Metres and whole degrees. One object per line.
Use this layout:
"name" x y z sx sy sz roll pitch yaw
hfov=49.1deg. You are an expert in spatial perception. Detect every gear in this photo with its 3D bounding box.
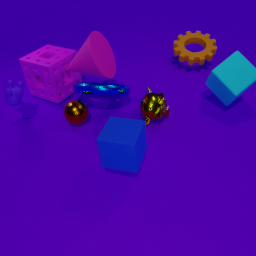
"gear" 2.615 -3.153 10.986 1.631 0.302 1.631 -3 57 4

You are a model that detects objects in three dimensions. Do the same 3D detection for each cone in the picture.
"cone" -1.324 -1.976 8.453 1.422 1.416 1.416 -14 36 24

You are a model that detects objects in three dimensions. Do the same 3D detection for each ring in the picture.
"ring" -0.840 -1.253 9.074 1.845 0.369 1.845 3 6 0

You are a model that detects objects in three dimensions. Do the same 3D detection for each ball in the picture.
"ball" -1.586 -0.483 8.567 0.775 0.775 0.775 0 42 0

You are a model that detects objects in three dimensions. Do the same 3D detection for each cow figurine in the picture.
"cow figurine" -3.373 -0.914 8.316 0.563 1.009 1.025 6 39 -19

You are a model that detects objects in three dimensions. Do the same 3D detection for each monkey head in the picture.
"monkey head" 0.833 -0.621 8.677 0.820 0.979 1.361 1 73 28

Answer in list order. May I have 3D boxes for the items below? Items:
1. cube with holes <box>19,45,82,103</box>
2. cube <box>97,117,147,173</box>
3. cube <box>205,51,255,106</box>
"cube with holes" -2.578 -1.882 9.600 1.337 1.337 1.337 18 44 26
"cube" -0.112 0.388 6.744 0.912 0.912 0.912 7 40 17
"cube" 3.266 -1.529 8.808 1.054 1.054 1.054 -39 78 -5
